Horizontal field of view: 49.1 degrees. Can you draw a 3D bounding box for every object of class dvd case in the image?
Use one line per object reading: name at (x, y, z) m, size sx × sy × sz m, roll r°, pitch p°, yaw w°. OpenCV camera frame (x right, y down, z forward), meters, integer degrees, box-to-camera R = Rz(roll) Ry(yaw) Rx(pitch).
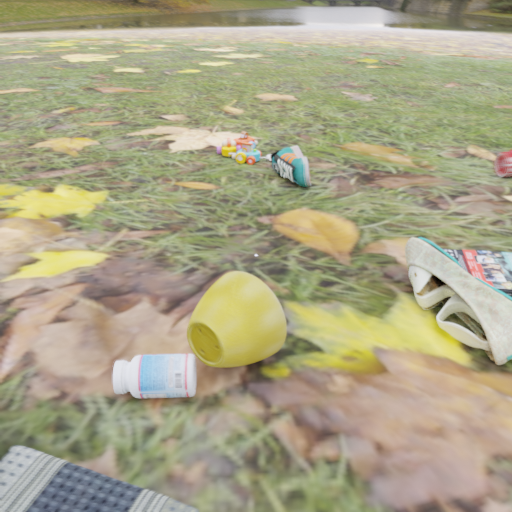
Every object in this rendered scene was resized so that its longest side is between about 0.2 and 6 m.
dvd case at (3.916, 0.289, 8.855) m, size 1.768 × 0.195 × 1.291 m, roll 2°, pitch 28°, yaw 7°

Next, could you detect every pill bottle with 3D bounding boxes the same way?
pill bottle at (-1.154, 1.379, 6.424) m, size 0.900 × 0.489 × 0.489 m, roll -1°, pitch 28°, yaw -2°

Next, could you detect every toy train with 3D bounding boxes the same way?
toy train at (-0.247, -2.883, 14.589) m, size 1.365 × 0.505 × 1.817 m, roll -16°, pitch 31°, yaw -27°

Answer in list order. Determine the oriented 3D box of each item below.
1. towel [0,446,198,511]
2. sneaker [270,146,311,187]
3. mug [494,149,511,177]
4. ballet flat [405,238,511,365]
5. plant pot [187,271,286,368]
towel at (-1.783, 2.575, 4.420) m, size 2.065 × 0.370 × 2.144 m, roll 12°, pitch 27°, yaw 16°
sneaker at (0.775, -1.997, 12.839) m, size 0.740 × 0.661 × 1.853 m, roll -13°, pitch 27°, yaw -2°
mug at (6.189, -2.291, 13.083) m, size 1.048 × 0.930 × 0.699 m, roll -8°, pitch 11°, yaw -6°
ballet flat at (2.673, 0.530, 7.751) m, size 0.835 × 0.903 × 2.678 m, roll -35°, pitch 32°, yaw -4°
plant pot at (-0.342, 0.862, 6.681) m, size 1.154 × 1.154 × 0.819 m, roll 21°, pitch 33°, yaw 34°
